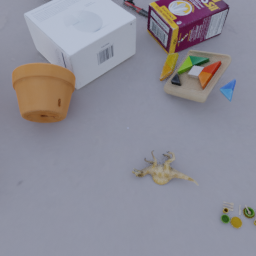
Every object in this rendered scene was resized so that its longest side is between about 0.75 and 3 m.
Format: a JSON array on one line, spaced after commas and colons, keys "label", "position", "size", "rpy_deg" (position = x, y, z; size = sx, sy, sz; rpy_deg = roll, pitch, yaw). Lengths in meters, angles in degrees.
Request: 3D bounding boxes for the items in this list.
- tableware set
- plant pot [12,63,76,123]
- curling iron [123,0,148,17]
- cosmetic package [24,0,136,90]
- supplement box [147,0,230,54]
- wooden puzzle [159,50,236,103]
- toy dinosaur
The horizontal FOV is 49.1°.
[{"label": "tableware set", "position": [2.922, 2.292, 7.278], "size": [0.972, 0.149, 0.655], "rpy_deg": [14, 60, 8]}, {"label": "plant pot", "position": [-2.517, -0.943, 8.406], "size": [1.861, 1.861, 1.303], "rpy_deg": [-3, 74, -2]}, {"label": "curling iron", "position": [0.558, -4.944, 11.660], "size": [1.966, 0.251, 0.487], "rpy_deg": [40, 66, 22]}, {"label": "cosmetic package", "position": [-1.583, -3.250, 9.782], "size": [2.690, 1.659, 2.698], "rpy_deg": [-36, 65, -20]}, {"label": "supplement box", "position": [2.197, -4.068, 10.509], "size": [2.506, 1.293, 1.641], "rpy_deg": [-26, 62, -15]}, {"label": "wooden puzzle", "position": [2.141, -1.736, 8.943], "size": [2.828, 0.331, 1.908], "rpy_deg": [15, 70, 39]}, {"label": "toy dinosaur", "position": [1.069, 1.153, 7.874], "size": [1.825, 0.531, 0.923], "rpy_deg": [6, 74, 12]}]
